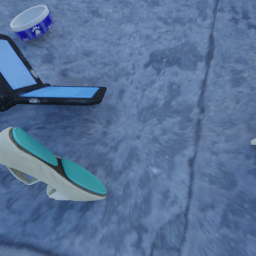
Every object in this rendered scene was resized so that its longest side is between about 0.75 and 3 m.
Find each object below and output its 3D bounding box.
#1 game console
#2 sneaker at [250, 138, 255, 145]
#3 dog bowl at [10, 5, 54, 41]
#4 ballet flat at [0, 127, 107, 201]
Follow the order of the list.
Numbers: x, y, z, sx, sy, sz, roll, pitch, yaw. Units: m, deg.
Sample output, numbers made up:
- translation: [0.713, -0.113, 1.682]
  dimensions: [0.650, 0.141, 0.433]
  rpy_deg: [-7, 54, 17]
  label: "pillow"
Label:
- translation: [-1.916, -1.395, 6.273]
  dimensions: [1.719, 2.953, 2.597]
  rpy_deg: [-32, 102, 5]
  label: "game console"
- translation: [3.408, 0.370, 6.796]
  dimensions: [0.844, 0.315, 0.368]
  rpy_deg: [-2, 77, 4]
  label: "sneaker"
- translation: [-3.032, -3.339, 8.902]
  dimensions: [1.282, 0.505, 1.282]
  rpy_deg: [-14, 45, 14]
  label: "dog bowl"
- translation: [-1.529, 0.912, 5.541]
  dimensions: [0.881, 2.535, 0.881]
  rpy_deg: [-32, 34, 25]
  label: "ballet flat"
